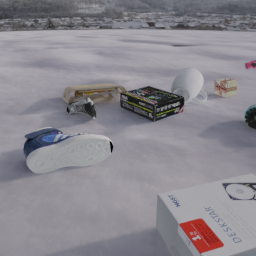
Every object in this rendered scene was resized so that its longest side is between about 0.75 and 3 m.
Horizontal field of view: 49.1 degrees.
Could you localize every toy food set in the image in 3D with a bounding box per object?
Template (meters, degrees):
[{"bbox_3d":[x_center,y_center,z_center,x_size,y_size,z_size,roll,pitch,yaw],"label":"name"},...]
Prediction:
[{"bbox_3d":[-1.533,-1.503,12.559,2.644,0.799,1.897,-7,13,-18],"label":"toy food set"}]

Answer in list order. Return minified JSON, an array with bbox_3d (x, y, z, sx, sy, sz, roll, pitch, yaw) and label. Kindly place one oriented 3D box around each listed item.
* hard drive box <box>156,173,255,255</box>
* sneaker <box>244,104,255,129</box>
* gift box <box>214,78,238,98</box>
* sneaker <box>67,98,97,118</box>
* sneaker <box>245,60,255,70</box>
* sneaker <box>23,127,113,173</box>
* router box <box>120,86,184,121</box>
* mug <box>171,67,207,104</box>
[{"bbox_3d":[1.839,1.767,4.958,2.195,0.843,1.711,-9,25,-18],"label":"hard drive box"},{"bbox_3d":[5.547,-0.494,9.792,2.722,1.056,1.175,9,23,19],"label":"sneaker"},{"bbox_3d":[4.605,-1.978,13.296,0.829,0.888,0.819,-15,23,-28],"label":"gift box"},{"bbox_3d":[-1.826,-0.693,10.814,1.039,0.675,1.798,-11,16,-12],"label":"sneaker"},{"bbox_3d":[4.753,-2.405,10.498,0.392,0.324,0.821,-17,12,-5],"label":"sneaker"},{"bbox_3d":[-1.750,0.356,7.954,2.342,0.944,1.715,-13,31,-15],"label":"sneaker"},{"bbox_3d":[0.958,-1.054,11.435,1.625,0.674,2.169,-18,29,-34],"label":"router box"},{"bbox_3d":[2.732,-1.681,12.382,1.703,1.257,1.493,34,45,3],"label":"mug"}]
